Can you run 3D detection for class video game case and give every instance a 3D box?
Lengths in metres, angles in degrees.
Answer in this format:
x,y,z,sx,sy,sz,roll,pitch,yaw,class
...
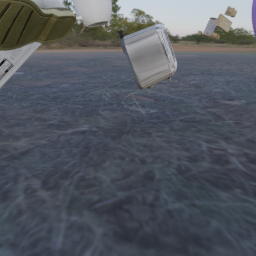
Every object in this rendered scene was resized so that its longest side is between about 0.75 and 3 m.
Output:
x,y,z,sx,sy,sz,roll,pitch,yaw,class
-3.985,-3.043,8.302,2.881,2.626,0.317,-45,26,3,video game case

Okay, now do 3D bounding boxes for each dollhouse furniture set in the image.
x,y,z,sx,sy,sz,roll,pitch,yaw,class
2.066,-2.633,6.851,0.425,0.743,0.871,15,15,-38,dollhouse furniture set

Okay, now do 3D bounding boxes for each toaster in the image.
x,y,z,sx,sy,sz,roll,pitch,yaw,class
0.628,-2.138,8.064,1.236,1.914,1.088,-18,14,18,toaster

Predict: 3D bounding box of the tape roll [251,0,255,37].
x,y,z,sx,sy,sz,roll,pitch,yaw,class
4.062,-2.828,6.675,2.188,2.188,0.930,-9,14,-26,tape roll

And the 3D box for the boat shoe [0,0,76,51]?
x,y,z,sx,sy,sz,roll,pitch,yaw,class
-1.837,-1.911,4.551,0.880,0.962,2.573,45,21,0,boat shoe

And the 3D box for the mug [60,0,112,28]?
x,y,z,sx,sy,sz,roll,pitch,yaw,class
-1.350,-4.041,9.009,1.687,1.479,1.245,-17,11,-16,mug
